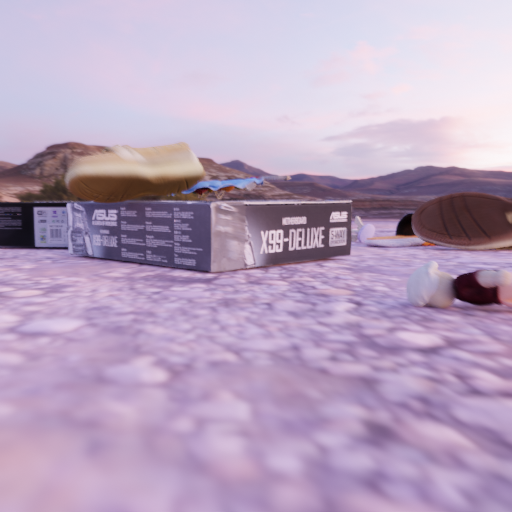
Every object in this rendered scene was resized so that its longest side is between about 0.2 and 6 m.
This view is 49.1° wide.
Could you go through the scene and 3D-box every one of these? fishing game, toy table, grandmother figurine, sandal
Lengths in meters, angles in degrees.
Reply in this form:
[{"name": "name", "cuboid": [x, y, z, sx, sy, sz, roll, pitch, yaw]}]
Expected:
[{"name": "fishing game", "cuboid": [-0.701, -1.220, 10.390, 2.551, 0.397, 1.827, -12, 11, -33]}, {"name": "toy table", "cuboid": [2.591, -0.613, 13.900, 0.421, 0.661, 0.719, 22, 14, 36]}, {"name": "grandmother figurine", "cuboid": [1.916, 0.269, 4.384, 1.498, 0.454, 0.909, 0, -22, 32]}, {"name": "sandal", "cuboid": [3.528, -0.602, 12.663, 2.594, 0.743, 0.994, -4, 6, -37]}]

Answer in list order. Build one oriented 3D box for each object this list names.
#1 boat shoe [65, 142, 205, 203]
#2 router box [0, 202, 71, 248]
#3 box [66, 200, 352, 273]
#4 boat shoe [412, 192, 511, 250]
[{"name": "boat shoe", "cuboid": [-1.757, -1.308, 8.145, 2.316, 0.729, 0.845, -14, -16, -45]}, {"name": "router box", "cuboid": [-4.958, -0.748, 12.825, 3.750, 0.979, 2.948, 1, 5, 7]}, {"name": "box", "cuboid": [-0.857, -0.454, 9.376, 3.054, 0.964, 3.873, -6, 8, -44]}, {"name": "boat shoe", "cuboid": [4.863, -0.547, 11.301, 3.306, 1.221, 1.223, 0, -22, 17]}]
